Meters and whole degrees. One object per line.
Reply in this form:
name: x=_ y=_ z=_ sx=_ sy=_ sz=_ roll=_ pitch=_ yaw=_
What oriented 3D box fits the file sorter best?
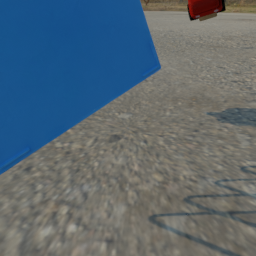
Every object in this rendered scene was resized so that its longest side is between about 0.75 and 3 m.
file sorter: x=-1.292 y=-1.087 z=3.810 sx=1.737 sy=1.965 sz=2.831 roll=4 pitch=33 yaw=48

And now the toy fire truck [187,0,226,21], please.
toy fire truck: x=1.330 y=-2.708 z=4.810 sx=0.917 sy=1.255 sz=1.425 roll=-9 pitch=-2 yaw=23
